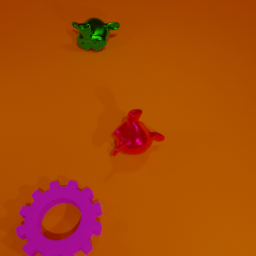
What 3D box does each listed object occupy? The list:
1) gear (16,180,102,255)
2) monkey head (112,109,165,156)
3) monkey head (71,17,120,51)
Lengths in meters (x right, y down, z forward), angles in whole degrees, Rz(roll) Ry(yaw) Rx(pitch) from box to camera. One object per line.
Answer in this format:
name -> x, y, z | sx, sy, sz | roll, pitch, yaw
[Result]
gear -> -1.716, 2.375, 7.168 | 2.085, 0.386, 2.085 | 0, 53, 0
monkey head -> 0.231, 0.163, 8.084 | 1.768, 1.272, 1.065 | -15, 58, -27
monkey head -> -1.336, -3.631, 10.284 | 1.955, 1.407, 1.178 | 6, 70, 14
